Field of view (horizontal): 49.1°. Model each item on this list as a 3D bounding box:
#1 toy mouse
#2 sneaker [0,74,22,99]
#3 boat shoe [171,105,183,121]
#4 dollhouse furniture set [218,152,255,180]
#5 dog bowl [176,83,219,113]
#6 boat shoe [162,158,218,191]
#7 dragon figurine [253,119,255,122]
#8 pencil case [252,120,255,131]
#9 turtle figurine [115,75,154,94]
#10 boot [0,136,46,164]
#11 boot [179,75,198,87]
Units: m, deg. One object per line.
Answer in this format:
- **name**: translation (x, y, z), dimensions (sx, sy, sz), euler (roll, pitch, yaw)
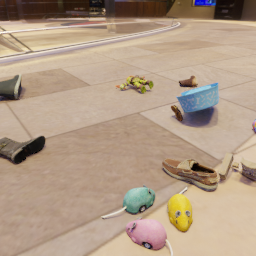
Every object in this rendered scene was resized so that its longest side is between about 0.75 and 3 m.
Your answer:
- **toy mouse**: translation (0.434, 1.921, 6.432), dimensions (2.130, 0.464, 2.396), euler (2, 27, 4)
- **sneaker**: translation (-5.905, -2.170, 13.809), dimensions (1.167, 0.821, 2.196), euler (4, 27, -17)
- **boat shoe**: translation (2.029, -0.621, 11.336), dimensions (0.270, 0.271, 0.769), euler (-5, 61, -40)
- **dollhouse furniture set**: translation (3.328, 1.309, 7.590), dimensions (1.490, 0.772, 0.660), euler (18, 72, 31)
- **dog bowl**: translation (2.958, -1.254, 11.480), dimensions (1.626, 0.723, 2.917), euler (-15, 8, 21)
- **boat shoe**: translation (1.732, 1.131, 7.817), dimensions (1.679, 0.603, 0.636), euler (18, 32, 32)
- **dragon figurine**: translation (5.438, -0.285, 10.946), dimensions (0.900, 0.265, 0.447), euler (2, 27, 2)
- **pencil case**: translation (4.859, 0.049, 10.119), dimensions (0.464, 0.464, 1.049), euler (2, 29, 5)
- **turtle figurine**: translation (0.507, -2.414, 14.623), dimensions (2.119, 0.682, 1.709), euler (-22, 34, -36)
- **boot**: translation (-3.611, 0.521, 9.107), dimensions (1.304, 0.518, 1.497), euler (17, 34, 29)
- **boot**: translation (3.237, -2.590, 15.260), dimensions (0.951, 0.414, 1.144), euler (1, 30, -2)
